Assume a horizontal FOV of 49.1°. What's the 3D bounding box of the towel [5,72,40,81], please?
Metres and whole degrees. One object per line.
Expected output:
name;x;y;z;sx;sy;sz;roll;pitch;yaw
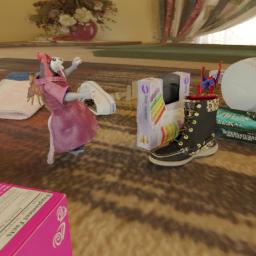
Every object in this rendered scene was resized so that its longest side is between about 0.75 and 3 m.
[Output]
towel;-4.770;-2.475;14.602;2.846;0.691;1.589;0;21;-2

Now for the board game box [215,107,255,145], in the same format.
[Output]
board game box;2.916;-0.256;9.139;2.967;0.418;2.007;13;24;30

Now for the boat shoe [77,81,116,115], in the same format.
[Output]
boat shoe;-1.540;-1.097;10.855;1.084;0.939;2.542;-16;35;-27

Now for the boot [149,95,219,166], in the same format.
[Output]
boot;1.425;0.031;6.808;2.035;1.532;0.745;-10;23;-24

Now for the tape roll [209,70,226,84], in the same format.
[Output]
tape roll;5.468;-2.917;15.962;1.617;0.534;1.617;0;20;0

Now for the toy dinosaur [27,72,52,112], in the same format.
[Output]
toy dinosaur;-2.391;-0.856;8.560;1.804;0.774;1.223;43;12;-15

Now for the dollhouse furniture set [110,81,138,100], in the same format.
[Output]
dollhouse furniture set;-0.182;-1.721;12.491;0.894;0.766;0.940;-19;28;-41

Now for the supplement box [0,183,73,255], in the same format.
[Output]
supplement box;-2.040;1.459;3.515;2.374;1.201;1.227;6;22;16

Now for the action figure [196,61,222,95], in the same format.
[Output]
action figure;4.100;-2.602;14.063;0.939;1.425;2.878;8;20;20

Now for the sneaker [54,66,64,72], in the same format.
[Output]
sneaker;-2.234;-1.864;8.137;0.861;0.396;0.326;22;74;38

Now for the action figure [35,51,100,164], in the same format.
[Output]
action figure;-1.591;-0.657;6.558;1.774;2.382;1.596;-26;29;0

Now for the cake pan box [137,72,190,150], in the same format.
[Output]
cake pan box;1.011;-0.565;7.812;0.510;1.950;1.796;17;26;40

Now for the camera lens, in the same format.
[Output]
camera lens;5.116;-1.671;10.619;2.504;2.003;2.003;-11;24;-25

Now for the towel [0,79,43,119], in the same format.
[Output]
towel;-4.419;-1.235;11.026;2.716;0.458;2.844;4;32;12
